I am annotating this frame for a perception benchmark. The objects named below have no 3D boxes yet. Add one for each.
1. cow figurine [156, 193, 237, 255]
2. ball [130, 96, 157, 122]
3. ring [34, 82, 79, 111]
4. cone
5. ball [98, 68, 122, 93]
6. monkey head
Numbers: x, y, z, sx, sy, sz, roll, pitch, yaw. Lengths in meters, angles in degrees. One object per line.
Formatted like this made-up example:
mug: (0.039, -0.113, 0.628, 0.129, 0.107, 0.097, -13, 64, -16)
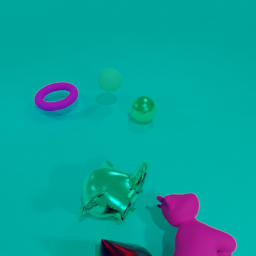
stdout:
cow figurine: (0.989, 1.868, 4.714, 1.492, 0.832, 1.516, 19, 54, 23)
ball: (0.452, -0.553, 8.181, 0.773, 0.773, 0.773, 0, 38, 0)
ring: (-2.223, -0.995, 8.710, 1.373, 0.275, 1.373, -4, 41, 4)
cone: (-0.213, 2.028, 4.355, 1.092, 1.096, 1.092, -15, 35, 10)
ball: (-0.542, -1.438, 8.435, 0.736, 0.736, 0.736, 0, 38, 0)
monkey head: (-0.270, 1.091, 5.518, 1.148, 1.370, 1.904, 26, 17, -2)
